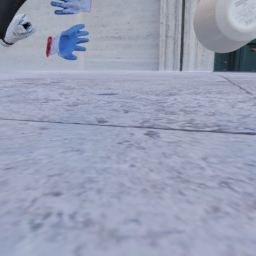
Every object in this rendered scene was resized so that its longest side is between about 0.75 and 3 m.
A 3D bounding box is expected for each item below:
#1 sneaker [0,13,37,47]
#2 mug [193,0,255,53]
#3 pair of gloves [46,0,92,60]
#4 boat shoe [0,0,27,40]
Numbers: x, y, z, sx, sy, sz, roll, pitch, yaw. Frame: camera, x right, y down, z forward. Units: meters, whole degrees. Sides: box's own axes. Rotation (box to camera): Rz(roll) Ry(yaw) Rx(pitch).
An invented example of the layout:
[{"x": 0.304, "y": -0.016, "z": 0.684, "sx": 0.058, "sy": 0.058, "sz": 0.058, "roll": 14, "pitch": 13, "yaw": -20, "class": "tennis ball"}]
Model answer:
[{"x": -2.697, "y": -2.619, "z": 7.196, "sx": 0.824, "sy": 0.539, "sz": 1.434, "roll": -14, "pitch": 38, "yaw": 23, "class": "sneaker"}, {"x": 2.490, "y": -2.749, "z": 6.350, "sx": 1.596, "sy": 1.993, "sz": 1.636, "roll": 16, "pitch": 13, "yaw": -1, "class": "mug"}, {"x": -1.880, "y": -3.579, "z": 9.386, "sx": 0.317, "sy": 2.780, "sz": 2.235, "roll": 23, "pitch": 27, "yaw": 17, "class": "pair of gloves"}, {"x": -1.492, "y": -2.621, "z": 4.447, "sx": 0.918, "sy": 2.929, "sz": 1.072, "roll": 25, "pitch": 20, "yaw": -33, "class": "boat shoe"}]
